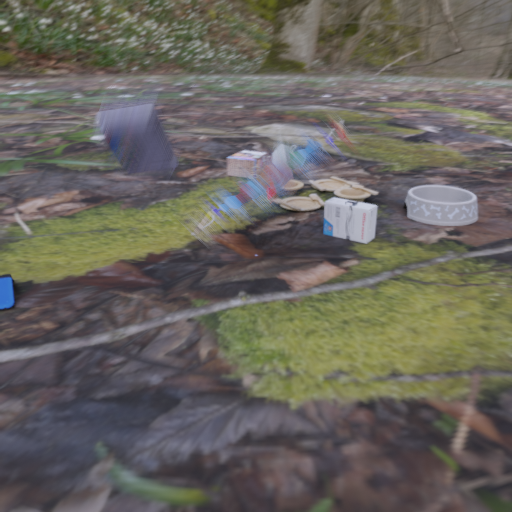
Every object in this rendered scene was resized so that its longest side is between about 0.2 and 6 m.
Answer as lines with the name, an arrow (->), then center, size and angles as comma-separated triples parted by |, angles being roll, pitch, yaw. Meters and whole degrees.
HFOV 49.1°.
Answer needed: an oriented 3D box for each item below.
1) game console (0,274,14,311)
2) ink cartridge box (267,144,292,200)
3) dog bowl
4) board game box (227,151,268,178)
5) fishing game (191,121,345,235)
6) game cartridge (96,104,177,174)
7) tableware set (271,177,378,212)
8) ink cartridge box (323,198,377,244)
game console -> -4.419, 0.672, 8.911 | 1.081, 0.640, 0.923 | -9, 56, -20
ink cartridge box -> 0.402, -1.795, 12.057 | 0.236, 0.999, 0.799 | 12, 60, -29
dog bowl -> 4.236, -1.196, 12.869 | 1.705, 0.500, 1.705 | 1, 23, 0
board game box -> -0.236, -2.690, 16.379 | 0.869, 0.528, 1.090 | 10, 25, 22
fishing game -> 0.205, -1.586, 10.523 | 3.272, 0.509, 2.343 | -32, 12, 17
game cartridge -> -1.658, -1.602, 7.898 | 0.814, 1.255, 0.241 | -11, 62, 3
tableware set -> 1.548, -1.643, 14.159 | 2.738, 0.318, 2.288 | -8, 24, -19
ink cartridge box -> 1.916, -0.731, 11.445 | 0.999, 0.725, 0.418 | 15, 27, 32
